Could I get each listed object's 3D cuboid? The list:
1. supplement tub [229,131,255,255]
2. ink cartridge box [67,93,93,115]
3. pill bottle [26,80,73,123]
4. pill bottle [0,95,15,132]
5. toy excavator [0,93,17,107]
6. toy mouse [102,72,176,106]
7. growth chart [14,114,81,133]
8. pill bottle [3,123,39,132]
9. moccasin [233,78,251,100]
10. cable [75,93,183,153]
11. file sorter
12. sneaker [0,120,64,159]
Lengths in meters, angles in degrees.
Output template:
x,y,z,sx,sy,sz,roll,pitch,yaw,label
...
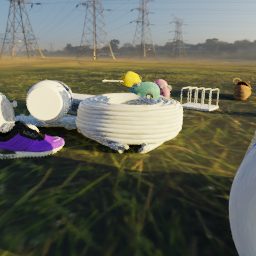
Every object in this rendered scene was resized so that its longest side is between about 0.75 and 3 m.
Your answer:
x,y,z,sx,sy,sz,roll,pitch,yaw,label
2.123,0.477,2.749,1.820,1.820,2.503,8,17,29,supplement tub
-1.363,-1.080,10.924,2.231,0.783,2.744,10,22,35,ink cartridge box
-2.042,-0.716,7.355,1.061,1.061,1.911,-2,9,-7,pill bottle
-4.003,-0.325,7.052,2.003,1.160,1.160,6,16,22,pill bottle
-5.024,-1.023,11.188,0.969,0.498,0.996,-11,31,-30,toy excavator
0.551,-0.930,6.393,1.706,0.330,1.517,-6,30,-46,toy mouse
-2.366,-0.204,8.426,2.475,0.219,1.791,1,15,5,growth chart
-2.585,0.112,6.732,0.822,0.475,0.475,10,18,32,pill bottle
5.501,-1.942,13.589,0.854,0.901,2.334,9,17,29,moccasin
0.016,-0.323,7.285,2.765,0.957,2.764,14,19,37,cable
2.782,-1.169,10.948,1.266,0.788,0.879,11,18,38,file sorter
-2.105,0.204,5.871,1.488,0.740,0.517,-5,15,-15,sneaker
